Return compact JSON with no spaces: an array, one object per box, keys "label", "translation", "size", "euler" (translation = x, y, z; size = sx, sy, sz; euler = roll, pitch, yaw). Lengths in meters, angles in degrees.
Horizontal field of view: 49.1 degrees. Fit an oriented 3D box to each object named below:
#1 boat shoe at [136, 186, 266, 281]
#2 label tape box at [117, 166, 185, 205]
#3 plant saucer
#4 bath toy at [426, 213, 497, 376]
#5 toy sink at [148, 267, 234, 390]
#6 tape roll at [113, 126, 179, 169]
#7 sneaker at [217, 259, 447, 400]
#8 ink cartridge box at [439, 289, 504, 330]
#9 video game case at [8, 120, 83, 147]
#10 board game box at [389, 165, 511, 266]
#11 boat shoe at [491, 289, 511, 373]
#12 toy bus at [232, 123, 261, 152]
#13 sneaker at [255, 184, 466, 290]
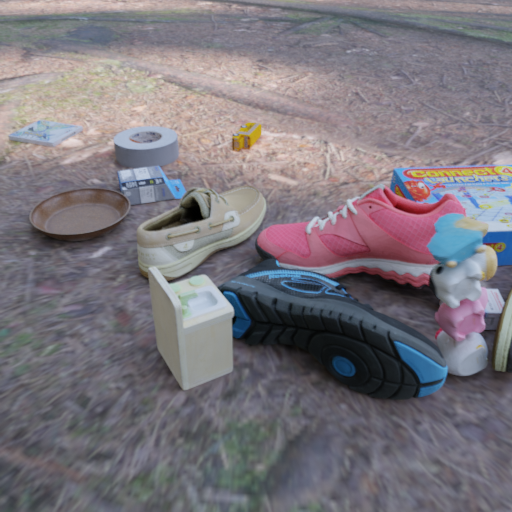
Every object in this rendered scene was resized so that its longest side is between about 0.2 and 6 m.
[{"label":"boat shoe","translation":[-0.827,-0.649,9.349],"size":[1.047,0.943,2.903],"euler":[19,38,34]},{"label":"label tape box","translation":[-2.055,-1.425,11.105],"size":[1.247,0.395,0.899],"euler":[-10,34,-15]},{"label":"plant saucer","translation":[-3.137,-0.714,10.089],"size":[1.743,0.319,1.743],"euler":[1,33,0]},{"label":"bath toy","translation":[2.422,0.515,6.657],"size":[0.867,1.993,0.737],"euler":[-19,32,-9]},{"label":"toy sink","translation":[-0.769,0.778,6.852],"size":[0.754,1.347,0.878],"euler":[-18,36,-24]},{"label":"tape roll","translation":[-2.469,-2.466,12.636],"size":[1.422,0.470,1.422],"euler":[0,32,0]},{"label":"sneaker","translation":[0.967,0.734,7.108],"size":[3.090,1.131,1.266],"euler":[20,39,28]},{"label":"ink cartridge box","translation":[3.138,0.738,7.845],"size":[0.979,0.330,0.570],"euler":[2,33,3]},{"label":"video game case","translation":[-5.167,-3.029,13.793],"size":[1.310,0.144,1.194],"euler":[11,35,17]},{"label":"board game box","translation":[3.874,-0.768,9.811],"size":[2.470,0.690,2.419],"euler":[-3,34,-4]},{"label":"boat shoe","translation":[3.891,0.686,7.325],"size":[0.914,0.994,2.783],"euler":[18,33,34]},{"label":"toy bus","translation":[-0.232,-2.820,13.288],"size":[0.430,0.358,1.100],"euler":[11,34,14]},{"label":"sneaker","translation":[1.557,-0.442,8.467],"size":[3.261,1.414,1.202],"euler":[3,28,18]}]
